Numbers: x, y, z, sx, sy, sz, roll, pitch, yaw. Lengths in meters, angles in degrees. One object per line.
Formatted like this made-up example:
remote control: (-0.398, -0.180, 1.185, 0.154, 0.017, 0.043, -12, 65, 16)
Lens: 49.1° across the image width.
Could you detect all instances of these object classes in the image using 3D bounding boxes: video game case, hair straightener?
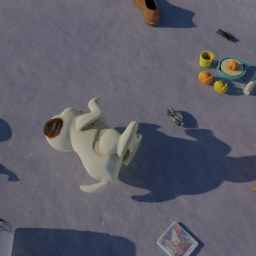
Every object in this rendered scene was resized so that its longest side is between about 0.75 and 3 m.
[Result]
video game case: (1.495, 3.464, 8.437, 0.937, 0.108, 0.854, 40, 68, 20)
hair straightener: (4.360, -4.090, 12.580, 0.964, 0.197, 0.371, 42, 70, 16)

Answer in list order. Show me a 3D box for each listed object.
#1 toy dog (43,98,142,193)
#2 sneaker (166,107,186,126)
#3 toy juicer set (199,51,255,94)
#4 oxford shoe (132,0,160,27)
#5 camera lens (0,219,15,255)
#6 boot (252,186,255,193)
toy dog: (-1.317, 0.432, 9.291, 2.894, 2.020, 2.806, 26, 87, 15)
sneaker: (1.805, -0.471, 10.523, 0.388, 0.349, 0.898, -29, 72, -28)
toy juicer set: (4.122, -2.158, 11.177, 2.686, 0.731, 1.709, 14, 62, 7)
oxford shoe: (0.875, -6.045, 13.208, 0.961, 0.961, 2.695, -19, 61, -9)
camera lens: (-4.048, 3.551, 7.478, 1.689, 1.689, 2.112, -2, 61, -1)
boot: (4.961, 1.465, 9.141, 2.067, 1.021, 2.663, -39, 44, 9)
